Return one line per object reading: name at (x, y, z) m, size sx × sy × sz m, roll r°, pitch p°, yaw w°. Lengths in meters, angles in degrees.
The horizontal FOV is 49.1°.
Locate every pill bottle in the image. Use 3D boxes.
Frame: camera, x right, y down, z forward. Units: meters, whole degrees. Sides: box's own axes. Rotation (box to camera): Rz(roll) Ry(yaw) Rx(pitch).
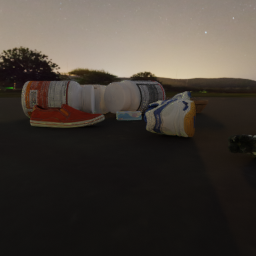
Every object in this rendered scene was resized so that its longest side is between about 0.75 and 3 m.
pill bottle at (0.301, -1.330, 12.172) m, size 1.482 × 1.482 × 2.602 m, roll 7°, pitch 11°, yaw 43°
pill bottle at (-2.545, -1.063, 10.520) m, size 2.474 × 1.388 × 1.388 m, roll 0°, pitch 8°, yaw -1°

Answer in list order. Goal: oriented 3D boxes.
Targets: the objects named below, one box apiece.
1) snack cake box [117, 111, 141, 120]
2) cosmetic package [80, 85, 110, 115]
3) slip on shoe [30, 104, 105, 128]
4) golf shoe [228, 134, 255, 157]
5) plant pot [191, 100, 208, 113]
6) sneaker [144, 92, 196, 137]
snack cake box at (0.028, -0.445, 10.031) m, size 0.856 × 0.288 × 0.492 m, roll -1°, pitch 6°, yaw -6°
cosmetic package at (-1.439, -1.290, 12.600) m, size 1.028 × 1.304 × 2.423 m, roll 2°, pitch 6°, yaw 8°
slip on shoe at (-1.750, -0.366, 8.090) m, size 2.142 × 0.655 × 0.793 m, roll 2°, pitch 6°, yaw 1°
golf shoe at (2.056, 0.280, 4.237) m, size 1.010 × 0.393 × 0.477 m, roll 14°, pitch 4°, yaw 34°
plant pot at (3.088, -1.018, 13.147) m, size 1.316 × 0.607 × 1.316 m, roll -1°, pitch 7°, yaw 0°
sneaker at (1.025, -0.428, 7.175) m, size 1.190 × 1.017 × 2.701 m, roll 1°, pitch 7°, yaw 8°
